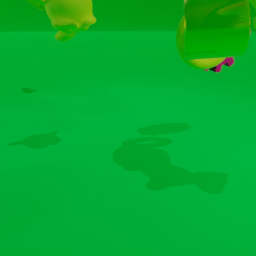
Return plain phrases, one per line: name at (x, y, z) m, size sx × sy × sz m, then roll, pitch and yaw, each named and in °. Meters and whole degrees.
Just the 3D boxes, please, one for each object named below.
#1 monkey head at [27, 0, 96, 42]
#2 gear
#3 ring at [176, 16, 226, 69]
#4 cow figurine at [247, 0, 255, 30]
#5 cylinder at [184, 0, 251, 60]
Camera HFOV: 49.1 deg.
monkey head at (-1.169, -2.189, 5.324) m, size 1.443 × 0.869 × 1.038 m, roll -21°, pitch 2°, yaw -33°
gear at (2.062, -2.083, 6.340) m, size 1.597 × 1.597 × 0.295 m, roll -10°, pitch 31°, yaw -24°
ring at (1.513, -1.765, 5.389) m, size 1.272 × 1.272 × 0.254 m, roll -6°, pitch 25°, yaw -16°
cow figurine at (2.288, -1.721, 3.522) m, size 1.656 × 0.924 × 1.683 m, roll -16°, pitch 60°, yaw -17°
cylinder at (1.386, -1.610, 4.524) m, size 0.939 × 0.939 × 0.939 m, roll -1°, pitch 20°, yaw 12°
